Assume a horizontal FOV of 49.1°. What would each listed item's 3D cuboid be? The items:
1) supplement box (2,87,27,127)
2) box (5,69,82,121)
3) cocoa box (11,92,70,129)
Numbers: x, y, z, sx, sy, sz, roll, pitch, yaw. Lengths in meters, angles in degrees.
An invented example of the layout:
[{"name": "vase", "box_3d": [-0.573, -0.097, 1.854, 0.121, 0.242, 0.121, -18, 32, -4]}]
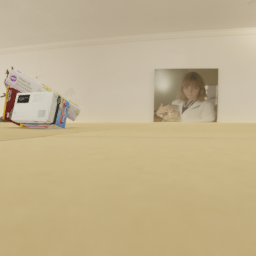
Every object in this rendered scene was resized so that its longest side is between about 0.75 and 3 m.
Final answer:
[{"name": "supplement box", "box_3d": [-3.417, -0.694, 9.199, 1.117, 1.102, 0.742, 18, 11, 33]}, {"name": "box", "box_3d": [-2.491, -0.982, 8.453, 2.290, 0.443, 0.474, 31, 13, -11]}, {"name": "cocoa box", "box_3d": [-2.373, -0.467, 7.672, 1.233, 0.822, 0.809, 1, -16, 23]}]
